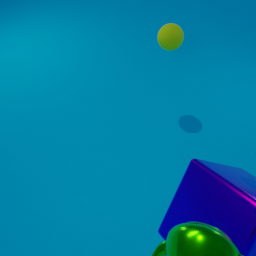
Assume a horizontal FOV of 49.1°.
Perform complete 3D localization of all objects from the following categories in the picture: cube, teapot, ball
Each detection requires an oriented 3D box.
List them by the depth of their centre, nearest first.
[{"bbox_3d":[0.603,1.207,2.514,1.098,0.683,0.538,-5,35,39],"label":"teapot"},{"bbox_3d":[1.566,1.441,4.228,1.371,1.371,1.371,14,14,-35],"label":"cube"},{"bbox_3d":[1.174,-2.505,7.725,0.720,0.720,0.720,0,51,0],"label":"ball"}]
